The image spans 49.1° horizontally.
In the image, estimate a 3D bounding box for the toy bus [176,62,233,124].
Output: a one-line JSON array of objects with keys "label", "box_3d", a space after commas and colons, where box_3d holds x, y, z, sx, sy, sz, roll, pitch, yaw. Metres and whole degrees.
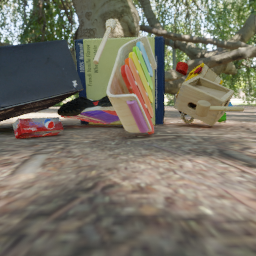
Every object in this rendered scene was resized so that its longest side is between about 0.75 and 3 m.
[{"label": "toy bus", "box_3d": [2.523, -1.208, 10.729, 2.498, 2.357, 1.291, -5, -13, -26]}]

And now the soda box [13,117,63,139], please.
[{"label": "soda box", "box_3d": [-1.989, -0.018, 6.251, 1.028, 0.360, 0.326, -5, -19, -46]}]

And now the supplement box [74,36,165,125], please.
[{"label": "supplement box", "box_3d": [-0.148, -1.693, 9.949, 2.861, 2.864, 1.923, 0, 15, 9]}]

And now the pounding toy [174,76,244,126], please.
[{"label": "pounding toy", "box_3d": [2.368, -0.583, 8.321, 1.878, 0.978, 2.138, 29, 33, 22]}]

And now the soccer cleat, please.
[{"label": "soccer cleat", "box_3d": [-1.021, -0.468, 8.790, 2.572, 0.941, 0.877, -6, 39, 19]}]

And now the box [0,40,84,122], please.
[{"label": "box", "box_3d": [-3.095, -1.185, 7.809, 2.544, 1.519, 2.587, -21, 5, -39]}]

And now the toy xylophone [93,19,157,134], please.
[{"label": "toy xylophone", "box_3d": [0.063, -1.262, 6.552, 0.726, 2.890, 2.116, -12, -42, 19]}]
